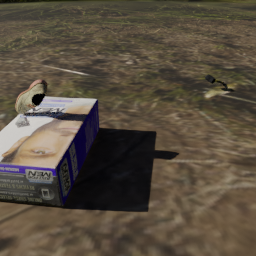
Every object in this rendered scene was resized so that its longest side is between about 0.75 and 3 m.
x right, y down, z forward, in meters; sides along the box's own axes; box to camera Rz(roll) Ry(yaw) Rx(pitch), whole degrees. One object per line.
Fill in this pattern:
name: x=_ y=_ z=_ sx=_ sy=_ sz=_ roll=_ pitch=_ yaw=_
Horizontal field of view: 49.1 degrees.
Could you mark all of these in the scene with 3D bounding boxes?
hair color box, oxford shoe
hair color box: x=-1.651 y=0.266 z=5.813 sx=1.539 sy=0.913 sz=2.816 roll=3 pitch=30 yaw=7
oxford shoe: x=-1.985 y=-0.551 z=5.687 sx=0.355 sy=1.004 sz=0.371 roll=18 pitch=43 yaw=-41

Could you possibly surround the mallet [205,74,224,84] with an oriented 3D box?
mallet: x=3.034 y=-1.673 z=9.781 sx=0.338 sy=0.211 sz=1.025 roll=42 pitch=27 yaw=29
